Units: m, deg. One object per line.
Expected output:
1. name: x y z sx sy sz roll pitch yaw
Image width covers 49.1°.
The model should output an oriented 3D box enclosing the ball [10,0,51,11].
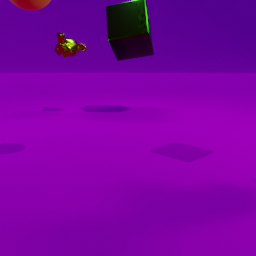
1. ball: -1.391 -2.029 3.913 0.715 0.715 0.715 0 12 0

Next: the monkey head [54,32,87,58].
1. monkey head: -1.989 -2.752 9.148 1.208 0.869 0.728 19 42 25

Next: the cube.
1. cube: 0.090 -3.195 9.249 1.313 1.313 1.313 -7 -17 10
